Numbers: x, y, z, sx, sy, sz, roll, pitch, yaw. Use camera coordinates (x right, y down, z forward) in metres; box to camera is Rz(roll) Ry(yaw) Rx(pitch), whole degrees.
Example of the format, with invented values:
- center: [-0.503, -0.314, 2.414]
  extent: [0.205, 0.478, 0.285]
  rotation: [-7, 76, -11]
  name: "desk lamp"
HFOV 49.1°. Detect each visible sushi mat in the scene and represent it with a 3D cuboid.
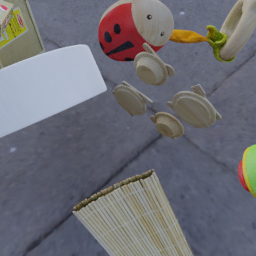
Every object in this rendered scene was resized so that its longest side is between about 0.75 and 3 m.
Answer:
- center: [0.227, 1.615, 4.141]
  extent: [1.139, 2.381, 0.144]
  rotation: [-26, 36, 1]
  name: "sushi mat"

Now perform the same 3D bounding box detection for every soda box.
- center: [-2.619, -2.241, 5.694]
  extent: [0.323, 0.306, 0.955]
  rotation: [14, 43, -16]
  name: "soda box"

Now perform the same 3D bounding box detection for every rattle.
- center: [2.627, -3.361, 7.336]
  extent: [2.099, 2.939, 1.913]
  rotation: [33, 52, 7]
  name: "rattle"

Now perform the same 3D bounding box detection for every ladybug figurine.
- center: [0.057, -2.328, 7.071]
  extent: [1.607, 2.368, 0.852]
  rotation: [38, 62, -28]
  name: "ladybug figurine"

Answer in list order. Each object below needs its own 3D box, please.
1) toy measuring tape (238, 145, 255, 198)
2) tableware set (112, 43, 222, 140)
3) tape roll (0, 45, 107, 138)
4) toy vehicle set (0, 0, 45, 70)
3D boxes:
- center: [2.391, 0.248, 4.707]
  extent: [1.015, 1.015, 2.758]
  rotation: [10, 61, 7]
  name: "toy measuring tape"
- center: [0.653, -0.521, 5.680]
  extent: [1.900, 2.274, 0.264]
  rotation: [41, 63, -3]
  name: "tableware set"
- center: [-1.994, -0.717, 6.079]
  extent: [3.022, 3.022, 1.057]
  rotation: [-26, 100, -17]
  name: "tape roll"
- center: [-3.162, -2.676, 7.343]
  extent: [0.326, 2.456, 1.526]
  rotation: [26, 57, 24]
  name: "toy vehicle set"
